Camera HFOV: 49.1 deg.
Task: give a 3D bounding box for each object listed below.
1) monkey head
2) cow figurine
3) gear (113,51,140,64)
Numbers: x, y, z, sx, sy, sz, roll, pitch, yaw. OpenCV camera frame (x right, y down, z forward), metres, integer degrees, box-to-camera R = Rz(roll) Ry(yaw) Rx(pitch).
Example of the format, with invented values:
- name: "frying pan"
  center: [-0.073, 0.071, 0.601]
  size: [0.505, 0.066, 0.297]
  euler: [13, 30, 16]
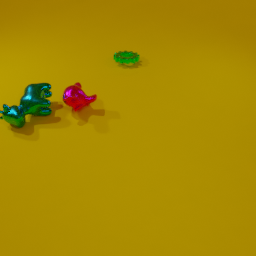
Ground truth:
- name: "monkey head"
  center: [-1.591, -1.049, 9.112]
  size: [1.015, 0.850, 1.411]
  euler: [-22, 25, 18]
- name: "cow figurine"
  center: [-3.249, -0.777, 8.958]
  size: [1.568, 0.875, 1.593]
  euler: [-1, 58, -12]
- name: "gear"
  center: [-0.059, -2.921, 11.538]
  size: [1.066, 0.197, 1.066]
  euler: [2, 34, -1]
